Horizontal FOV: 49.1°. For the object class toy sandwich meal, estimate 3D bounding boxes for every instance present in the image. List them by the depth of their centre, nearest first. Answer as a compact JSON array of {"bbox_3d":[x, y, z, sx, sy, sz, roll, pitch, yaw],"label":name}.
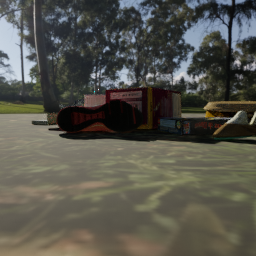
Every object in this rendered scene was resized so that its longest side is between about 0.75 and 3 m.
[{"bbox_3d":[4.235,-0.459,10.636,3.040,1.041,3.040,0,7,0],"label":"toy sandwich meal"}]

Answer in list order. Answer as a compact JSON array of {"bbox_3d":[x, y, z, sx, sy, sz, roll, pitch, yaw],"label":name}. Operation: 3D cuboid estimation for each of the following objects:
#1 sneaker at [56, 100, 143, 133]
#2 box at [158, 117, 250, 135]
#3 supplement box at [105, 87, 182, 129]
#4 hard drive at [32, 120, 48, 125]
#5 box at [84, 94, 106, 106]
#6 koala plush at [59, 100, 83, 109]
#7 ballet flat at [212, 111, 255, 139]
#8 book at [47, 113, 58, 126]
[{"bbox_3d":[-0.856,-0.375,8.846,2.630,0.969,1.141,-1,3,-5],"label":"sneaker"},{"bbox_3d":[2.273,-0.097,8.645,2.289,0.431,1.563,-1,4,-19],"label":"box"},{"bbox_3d":[0.683,-0.730,10.539,1.815,1.430,2.772,1,3,33],"label":"supplement box"},{"bbox_3d":[-3.715,-0.281,13.337,0.937,0.189,1.420,2,4,26],"label":"hard drive"},{"bbox_3d":[-0.694,-0.844,12.937,2.526,1.343,1.923,0,4,-4],"label":"box"},{"bbox_3d":[-3.086,-0.792,14.605,1.285,1.140,1.181,8,28,41],"label":"koala plush"},{"bbox_3d":[2.854,-0.064,6.384,1.836,0.664,0.623,0,4,5],"label":"ballet flat"},{"bbox_3d":[-1.900,-0.409,10.562,1.924,0.462,1.286,-4,2,33],"label":"book"}]
